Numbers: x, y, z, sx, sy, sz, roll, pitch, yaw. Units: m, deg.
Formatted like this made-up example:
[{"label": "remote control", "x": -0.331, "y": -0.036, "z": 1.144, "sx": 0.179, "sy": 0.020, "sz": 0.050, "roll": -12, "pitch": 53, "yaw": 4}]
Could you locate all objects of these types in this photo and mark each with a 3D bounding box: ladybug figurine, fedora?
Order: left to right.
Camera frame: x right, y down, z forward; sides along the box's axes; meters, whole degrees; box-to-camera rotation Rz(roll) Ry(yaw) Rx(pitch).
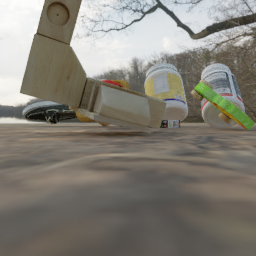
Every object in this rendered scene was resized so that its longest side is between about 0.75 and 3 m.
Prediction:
[{"label": "fedora", "x": -0.885, "y": -0.906, "z": 11.445, "sx": 2.565, "sy": 1.046, "sz": 2.565, "roll": -20, "pitch": 36, "yaw": 16}, {"label": "ladybug figurine", "x": -0.504, "y": -0.824, "z": 8.560, "sx": 0.739, "sy": 1.394, "sz": 2.054, "roll": -8, "pitch": 11, "yaw": 24}]

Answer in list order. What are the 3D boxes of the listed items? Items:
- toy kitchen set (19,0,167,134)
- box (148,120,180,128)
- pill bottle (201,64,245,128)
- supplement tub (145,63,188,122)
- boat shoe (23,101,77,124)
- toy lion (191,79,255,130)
[{"label": "toy kitchen set", "x": -0.244, "y": -1.216, "z": 4.559, "sx": 2.453, "sy": 2.213, "sz": 2.001, "roll": 14, "pitch": 4, "yaw": -23}, {"label": "box", "x": 0.957, "y": -0.154, "z": 9.797, "sx": 1.522, "sy": 0.264, "sz": 0.838, "roll": 1, "pitch": 2, "yaw": 40}, {"label": "pill bottle", "x": 2.696, "y": -1.007, "z": 8.251, "sx": 1.122, "sy": 1.122, "sz": 1.936, "roll": 0, "pitch": 43, "yaw": 10}, {"label": "supplement tub", "x": 1.576, "y": -1.433, "z": 11.965, "sx": 1.671, "sy": 2.299, "sz": 1.671, "roll": -3, "pitch": -30, "yaw": -2}, {"label": "boat shoe", "x": -3.414, "y": -0.668, "z": 12.650, "sx": 2.719, "sy": 0.866, "sz": 0.961, "roll": -11, "pitch": -27, "yaw": 1}, {"label": "toy lion", "x": 2.194, "y": -0.521, "z": 6.467, "sx": 1.470, "sy": 0.505, "sz": 1.409, "roll": 39, "pitch": 11, "yaw": 1}]
